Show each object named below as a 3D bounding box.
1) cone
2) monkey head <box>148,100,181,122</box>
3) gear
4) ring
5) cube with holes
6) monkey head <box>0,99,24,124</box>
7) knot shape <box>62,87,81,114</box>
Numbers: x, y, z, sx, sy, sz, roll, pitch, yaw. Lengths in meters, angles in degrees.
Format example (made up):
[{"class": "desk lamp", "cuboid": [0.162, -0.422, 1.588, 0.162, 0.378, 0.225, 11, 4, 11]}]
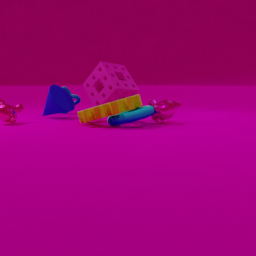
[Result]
[{"class": "cone", "cuboid": [-2.759, -0.763, 10.221, 1.167, 1.162, 1.162, -36, -5, 23]}, {"class": "monkey head", "cuboid": [1.079, -0.671, 8.995, 1.265, 0.910, 0.762, -13, -23, -42]}, {"class": "gear", "cuboid": [-0.558, -0.610, 8.857, 2.006, 0.371, 2.006, -16, 6, 2]}, {"class": "ring", "cuboid": [0.089, -0.390, 8.614, 1.492, 0.298, 1.492, -14, 8, 2]}, {"class": "cube with holes", "cuboid": [-0.705, -1.661, 11.539, 1.396, 1.396, 1.396, -4, -32, -49]}, {"class": "monkey head", "cuboid": [-3.729, -0.549, 8.856, 0.761, 1.058, 0.637, -39, -17, -7]}, {"class": "knot shape", "cuboid": [-2.556, -1.212, 11.596, 1.103, 1.032, 0.510, -29, 35, -18]}]
